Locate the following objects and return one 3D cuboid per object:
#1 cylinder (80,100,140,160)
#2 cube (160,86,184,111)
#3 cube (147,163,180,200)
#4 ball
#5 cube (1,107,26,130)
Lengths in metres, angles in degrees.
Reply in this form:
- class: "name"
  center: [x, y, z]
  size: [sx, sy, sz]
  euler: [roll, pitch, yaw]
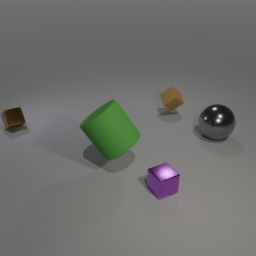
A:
- class: "cylinder"
  center: [-0.559, 0.056, 8.851]
  size: [1.400, 1.400, 1.400]
  euler: [-34, 14, 10]
- class: "cube"
  center: [1.995, -1.334, 12.726]
  size: [0.700, 0.700, 0.700]
  euler: [24, 42, -43]
- class: "cube"
  center: [1.048, 1.581, 8.400]
  size: [0.700, 0.700, 0.700]
  euler: [-15, 33, -25]
- class: "ball"
  center: [3.482, -0.236, 10.978]
  size: [1.400, 1.400, 1.400]
  euler: [0, 29, 0]
- class: "cube"
  center: [-4.800, -0.403, 11.710]
  size: [0.700, 0.700, 0.700]
  euler: [-17, -4, -36]
